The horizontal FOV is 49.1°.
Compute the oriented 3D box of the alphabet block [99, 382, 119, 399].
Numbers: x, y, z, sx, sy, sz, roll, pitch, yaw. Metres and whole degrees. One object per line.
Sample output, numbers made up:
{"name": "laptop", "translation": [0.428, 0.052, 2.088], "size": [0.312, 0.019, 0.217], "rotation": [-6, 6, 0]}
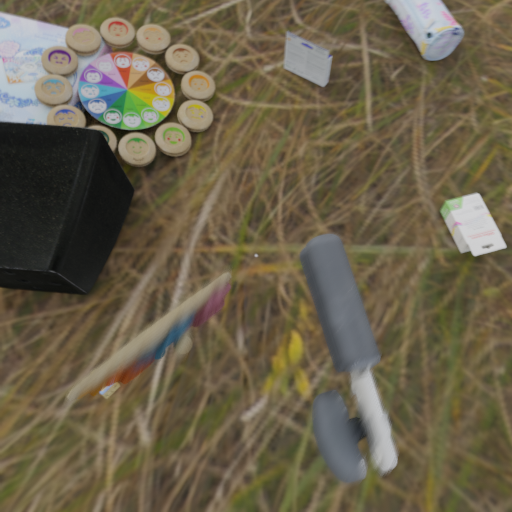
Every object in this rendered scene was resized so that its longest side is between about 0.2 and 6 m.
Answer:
{"name": "alphabet block", "translation": [-2.196, 1.858, 8.129], "size": [0.282, 0.288, 0.281], "rotation": [41, 71, 18]}

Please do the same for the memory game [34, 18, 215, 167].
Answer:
{"name": "memory game", "translation": [-2.309, -3.039, 10.144], "size": [3.237, 0.206, 3.237], "rotation": [5, 67, -12]}

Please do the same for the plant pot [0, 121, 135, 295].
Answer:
{"name": "plant pot", "translation": [-3.279, -0.571, 8.361], "size": [2.246, 2.252, 1.998], "rotation": [4, 73, 2]}

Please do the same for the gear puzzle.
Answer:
{"name": "gear puzzle", "translation": [-1.093, 0.948, 5.071], "size": [0.296, 2.257, 1.169], "rotation": [52, 42, -3]}

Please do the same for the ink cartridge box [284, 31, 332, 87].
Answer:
{"name": "ink cartridge box", "translation": [0.969, -3.718, 10.494], "size": [0.911, 0.928, 0.201], "rotation": [31, 66, 14]}

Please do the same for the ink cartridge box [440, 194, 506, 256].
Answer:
{"name": "ink cartridge box", "translation": [3.558, -0.447, 9.213], "size": [0.620, 0.356, 1.058], "rotation": [-14, 65, -7]}

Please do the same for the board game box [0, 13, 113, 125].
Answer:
{"name": "board game box", "translation": [-4.481, -3.208, 10.420], "size": [2.753, 0.597, 2.740], "rotation": [16, 65, 8]}

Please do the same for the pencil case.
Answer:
{"name": "pencil case", "translation": [3.240, -4.764, 11.055], "size": [0.885, 0.811, 1.952], "rotation": [-6, 61, -29]}

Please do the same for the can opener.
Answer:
{"name": "can opener", "translation": [0.592, 0.763, 4.254], "size": [0.606, 0.483, 1.811], "rotation": [-15, 79, -10]}
